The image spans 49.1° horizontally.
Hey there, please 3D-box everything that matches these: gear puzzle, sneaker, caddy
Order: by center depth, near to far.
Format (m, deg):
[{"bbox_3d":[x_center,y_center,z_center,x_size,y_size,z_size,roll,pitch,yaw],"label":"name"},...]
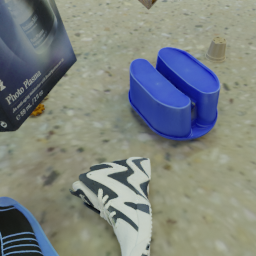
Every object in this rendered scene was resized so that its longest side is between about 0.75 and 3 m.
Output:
[{"bbox_3d":[-1.979,2.301,4.793,2.824,0.990,1.100,36,24,29],"label":"sneaker"},{"bbox_3d":[-0.399,1.633,5.616,1.715,1.052,2.636,1,46,3],"label":"sneaker"},{"bbox_3d":[1.198,-0.912,7.761,2.016,1.497,2.852,-26,52,-15],"label":"caddy"},{"bbox_3d":[-3.203,-1.167,8.829,1.235,0.312,2.385,-17,48,-16],"label":"gear puzzle"}]

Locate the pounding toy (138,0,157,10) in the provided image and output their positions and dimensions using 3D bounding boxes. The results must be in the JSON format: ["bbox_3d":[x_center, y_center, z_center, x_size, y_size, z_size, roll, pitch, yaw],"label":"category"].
[{"bbox_3d":[1.175,-5.012,8.641,1.136,2.181,2.482,43,92,2],"label":"pounding toy"}]

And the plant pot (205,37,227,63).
[{"bbox_3d":[3.270,-2.902,10.243,0.771,0.706,0.771,0,46,0],"label":"plant pot"}]

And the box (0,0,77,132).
[{"bbox_3d":[-2.335,-1.618,4.748,1.528,2.460,2.480,-1,40,21],"label":"box"}]
